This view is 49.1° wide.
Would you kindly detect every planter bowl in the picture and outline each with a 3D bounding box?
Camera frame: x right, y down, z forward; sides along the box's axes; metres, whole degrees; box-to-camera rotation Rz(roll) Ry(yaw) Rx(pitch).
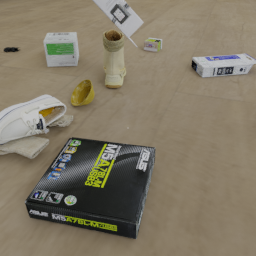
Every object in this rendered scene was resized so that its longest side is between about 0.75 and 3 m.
[{"bbox_3d":[-1.517,-1.160,9.972,1.066,0.444,1.066,-23,50,31],"label":"planter bowl"}]

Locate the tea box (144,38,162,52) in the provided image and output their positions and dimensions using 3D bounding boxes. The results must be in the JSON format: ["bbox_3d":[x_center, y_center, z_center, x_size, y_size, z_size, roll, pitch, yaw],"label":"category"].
[{"bbox_3d":[1.362,-4.524,15.254,0.790,0.528,0.777,15,36,22],"label":"tea box"}]

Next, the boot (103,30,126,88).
[{"bbox_3d":[-0.575,-3.073,11.636,0.951,2.031,2.613,1,33,2],"label":"boot"}]

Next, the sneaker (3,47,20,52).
[{"bbox_3d":[-6.217,-4.217,15.044,0.812,0.244,0.424,-24,35,-37],"label":"sneaker"}]

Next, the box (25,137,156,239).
[{"bbox_3d":[-0.680,1.185,6.435,2.338,0.575,2.421,5,34,13],"label":"box"}]

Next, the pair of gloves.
[{"bbox_3d":[-3.014,0.054,8.310,2.132,0.440,2.507,7,34,14],"label":"pair of gloves"}]

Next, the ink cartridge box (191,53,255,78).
[{"bbox_3d":[4.401,-2.856,12.704,2.724,0.534,1.354,-6,33,-7],"label":"ink cartridge box"}]

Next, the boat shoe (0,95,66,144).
[{"bbox_3d":[-2.648,-0.195,7.666,0.834,0.847,2.390,23,34,23],"label":"boat shoe"}]

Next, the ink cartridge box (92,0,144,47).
[{"bbox_3d":[-0.246,-3.525,8.614,0.675,2.023,1.171,-43,26,13],"label":"ink cartridge box"}]

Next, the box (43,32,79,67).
[{"bbox_3d":[-3.155,-3.775,13.428,1.455,1.252,1.462,-3,35,-5],"label":"box"}]
